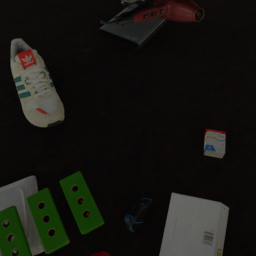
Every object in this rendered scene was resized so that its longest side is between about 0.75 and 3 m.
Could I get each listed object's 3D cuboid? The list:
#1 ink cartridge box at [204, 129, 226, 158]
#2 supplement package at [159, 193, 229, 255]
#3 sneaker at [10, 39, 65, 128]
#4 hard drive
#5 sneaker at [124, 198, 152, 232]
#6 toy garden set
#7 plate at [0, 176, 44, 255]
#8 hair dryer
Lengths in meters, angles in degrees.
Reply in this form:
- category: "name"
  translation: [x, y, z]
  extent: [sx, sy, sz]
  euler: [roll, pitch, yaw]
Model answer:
- category: "ink cartridge box"
  translation: [2.103, 0.309, 6.784]
  extent: [0.451, 0.261, 0.776]
  euler: [10, 56, 7]
- category: "supplement package"
  translation: [1.190, 1.856, 4.964]
  extent: [0.915, 0.651, 1.175]
  euler: [5, 73, 32]
- category: "sneaker"
  translation: [-2.467, -1.220, 7.177]
  extent: [0.964, 1.281, 2.739]
  euler: [-22, 56, -16]
- category: "hard drive"
  translation: [0.218, -3.328, 9.120]
  extent: [1.425, 0.336, 2.042]
  euler: [26, 54, 16]
- category: "sneaker"
  translation: [0.228, 1.764, 5.770]
  extent: [0.301, 0.336, 0.822]
  euler: [3, 28, 42]
- category: "toy garden set"
  translation: [-1.511, 2.241, 4.938]
  extent: [2.431, 0.485, 2.027]
  euler: [-26, 65, -9]
- category: "plate"
  translation: [-2.520, 1.870, 5.549]
  extent: [1.603, 0.259, 1.599]
  euler: [-19, 61, -2]
- category: "hair dryer"
  translation: [0.840, -3.470, 8.617]
  extent: [2.948, 0.801, 2.245]
  euler: [5, 48, 20]
